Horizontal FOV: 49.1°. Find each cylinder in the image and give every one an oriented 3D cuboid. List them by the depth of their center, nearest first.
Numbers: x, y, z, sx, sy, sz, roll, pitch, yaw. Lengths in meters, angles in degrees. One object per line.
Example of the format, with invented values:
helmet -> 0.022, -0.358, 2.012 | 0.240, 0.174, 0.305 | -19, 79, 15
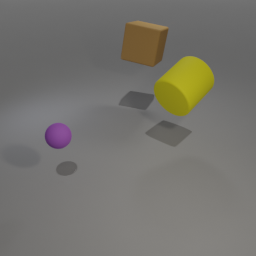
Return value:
cylinder -> 1.781, -1.331, 8.950 | 1.400, 1.400, 1.400 | 26, 59, 39

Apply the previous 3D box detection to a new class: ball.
ball -> -1.859, 0.210, 7.475 | 0.700, 0.700, 0.700 | 0, 28, 0

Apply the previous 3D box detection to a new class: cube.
cube -> 0.677, -3.406, 11.232 | 1.400, 1.400, 1.400 | 17, 28, 14
